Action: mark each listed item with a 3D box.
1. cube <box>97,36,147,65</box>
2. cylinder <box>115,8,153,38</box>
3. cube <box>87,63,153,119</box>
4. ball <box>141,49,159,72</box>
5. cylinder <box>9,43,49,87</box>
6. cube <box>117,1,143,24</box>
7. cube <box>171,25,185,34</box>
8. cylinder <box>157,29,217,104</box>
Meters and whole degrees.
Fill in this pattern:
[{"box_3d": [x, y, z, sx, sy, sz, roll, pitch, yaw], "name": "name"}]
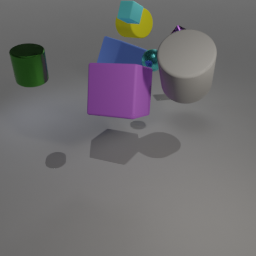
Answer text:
[{"box_3d": [-0.264, -2.747, 11.361, 1.400, 1.400, 1.400, 7, 18, -37], "name": "cube"}, {"box_3d": [0.299, -5.318, 14.225, 1.400, 1.400, 1.400, -20, 28, -31], "name": "cylinder"}, {"box_3d": [-0.201, -1.061, 7.938, 1.400, 1.400, 1.400, 7, 10, 21], "name": "cube"}, {"box_3d": [0.769, -2.129, 8.834, 0.700, 0.700, 0.700, 0, 29, 0], "name": "ball"}, {"box_3d": [-2.089, -1.336, 5.962, 0.700, 0.700, 0.700, 2, 39, -2], "name": "cylinder"}, {"box_3d": [0.092, -4.740, 11.496, 0.700, 0.700, 0.700, 21, 11, 37], "name": "cube"}, {"box_3d": [2.153, -3.606, 11.429, 0.700, 0.700, 0.700, 12, 51, -30], "name": "cube"}, {"box_3d": [1.511, -1.548, 7.270, 1.400, 1.400, 1.400, -4, 68, 10], "name": "cylinder"}]
